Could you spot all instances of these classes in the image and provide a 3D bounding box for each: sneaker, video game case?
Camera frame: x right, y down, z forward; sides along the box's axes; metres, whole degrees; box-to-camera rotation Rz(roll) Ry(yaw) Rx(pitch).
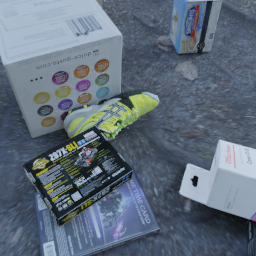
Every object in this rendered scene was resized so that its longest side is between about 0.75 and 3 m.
[{"bbox_3d":[-0.377,-0.224,7.966,2.793,1.053,1.067,-21,60,-4],"label":"sneaker"},{"bbox_3d":[-0.780,1.908,6.402,2.522,0.239,1.802,-14,48,-14],"label":"video game case"}]

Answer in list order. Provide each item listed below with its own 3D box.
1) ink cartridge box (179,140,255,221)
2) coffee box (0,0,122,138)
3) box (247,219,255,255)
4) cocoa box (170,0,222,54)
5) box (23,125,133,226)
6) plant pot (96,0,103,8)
[{"bbox_3d":[2.733,1.161,6.176,2.895,0.977,1.686,15,21,13],"label":"ink cartridge box"},{"bbox_3d":[-2.033,-1.965,8.117,2.844,2.817,2.849,-20,56,-18],"label":"coffee box"},{"bbox_3d":[3.438,2.971,5.177,2.256,0.555,2.336,13,48,9],"label":"box"},{"bbox_3d":[2.509,-4.139,10.795,1.380,2.103,1.402,-6,47,-6],"label":"cocoa box"},{"bbox_3d":[-1.147,1.024,6.600,2.029,0.501,1.620,-30,61,-26],"label":"box"},{"bbox_3d":[-2.227,-6.339,13.127,1.768,1.995,1.997,-12,47,-25],"label":"plant pot"}]
